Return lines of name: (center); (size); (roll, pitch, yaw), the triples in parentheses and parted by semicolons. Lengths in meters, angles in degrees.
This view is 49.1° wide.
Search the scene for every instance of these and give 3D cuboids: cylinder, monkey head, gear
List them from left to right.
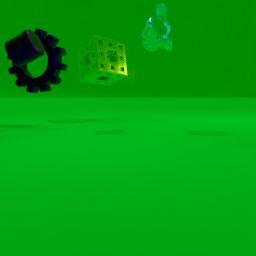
cylinder: (-2.870, -2.224, 7.825); (0.773, 0.773, 0.773); (-24, 2, 12)
gear: (-2.987, -2.169, 9.172); (2.017, 2.017, 0.373); (2, 6, 17)
monkey head: (0.894, -2.515, 7.521); (1.028, 1.429, 0.861); (28, 62, 26)

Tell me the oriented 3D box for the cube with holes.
cube with holes: (-1.006, -2.554, 10.869); (1.334, 1.334, 1.334); (2, -11, -37)
